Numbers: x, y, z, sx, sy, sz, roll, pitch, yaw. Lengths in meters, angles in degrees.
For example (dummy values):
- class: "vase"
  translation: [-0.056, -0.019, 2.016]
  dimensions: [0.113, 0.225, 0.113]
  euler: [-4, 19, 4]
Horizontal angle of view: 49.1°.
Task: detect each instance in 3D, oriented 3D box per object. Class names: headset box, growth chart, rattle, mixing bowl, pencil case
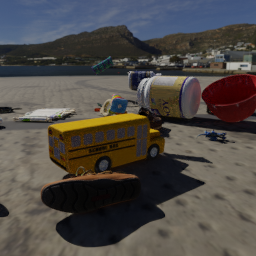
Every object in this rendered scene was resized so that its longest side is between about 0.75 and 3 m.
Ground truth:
- class: "headset box"
  translation: [0.876, -0.639, 12.210]
  dimensions: [0.839, 0.324, 0.624]
  euler: [28, 11, -4]
- class: "growth chart"
  translation: [-3.713, -0.660, 13.055]
  dimensions: [1.993, 0.244, 2.754]
  euler: [3, 14, 11]
- class: "rattle"
  translation: [-0.823, -0.857, 13.191]
  dimensions: [0.981, 0.894, 1.374]
  euler: [-3, -7, -37]
- class: "mixing bowl"
  translation: [4.456, -1.102, 11.781]
  dimensions: [2.421, 1.311, 2.421]
  euler: [-20, 29, 12]
- class: "pencil case"
  translation: [-0.871, -2.173, 9.816]
  dimensions: [0.789, 0.336, 0.365]
  euler: [-29, 23, 5]

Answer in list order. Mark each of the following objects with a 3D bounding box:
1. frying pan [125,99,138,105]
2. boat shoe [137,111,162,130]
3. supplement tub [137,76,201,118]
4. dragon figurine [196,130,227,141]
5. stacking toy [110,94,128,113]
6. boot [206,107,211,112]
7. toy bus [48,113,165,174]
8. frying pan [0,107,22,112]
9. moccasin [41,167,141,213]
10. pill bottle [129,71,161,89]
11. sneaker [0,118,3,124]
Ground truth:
- class: "frying pan"
  translation: [0.759, -1.435, 15.977]
  dimensions: [2.460, 0.400, 1.488]
  euler: [-7, 14, -20]
- class: "boat shoe"
  translation: [0.577, -0.244, 10.258]
  dimensions: [0.757, 0.756, 2.151]
  euler: [6, 13, 36]
- class: "supplement tub"
  translation: [1.884, -1.461, 12.914]
  dimensions: [2.532, 1.841, 1.841]
  euler: [8, 16, 32]
- class: "dragon figurine"
  translation: [2.755, 0.246, 9.184]
  dimensions: [0.963, 0.283, 0.479]
  euler: [-2, 13, -15]
- class: "stacking toy"
  translation: [-0.416, -1.052, 10.665]
  dimensions: [0.608, 0.575, 1.047]
  euler: [8, 28, -18]
- class: "boot"
  translation: [4.935, -1.096, 13.909]
  dimensions: [1.739, 0.692, 1.998]
  euler: [9, 14, 34]
- class: "toy bus"
  translation: [-0.397, 0.332, 6.928]
  dimensions: [2.954, 1.156, 0.961]
  euler: [-11, 17, -38]
- class: "frying pan"
  translation: [-6.076, -0.959, 14.320]
  dimensions: [1.484, 0.241, 0.897]
  euler: [0, 14, -8]
- class: "moccasin"
  translation: [-0.654, 1.059, 5.019]
  dimensions: [1.783, 0.652, 0.688]
  euler: [-8, 13, -28]
- class: "pill bottle"
  translation: [1.550, -4.298, 25.225]
  dimensions: [2.882, 1.600, 1.600]
  euler: [1, 14, 7]
- class: "sneaker"
  translation: [-5.761, -0.348, 10.534]
  dimensions: [1.974, 0.809, 0.730]
  euler: [-12, 19, -40]
